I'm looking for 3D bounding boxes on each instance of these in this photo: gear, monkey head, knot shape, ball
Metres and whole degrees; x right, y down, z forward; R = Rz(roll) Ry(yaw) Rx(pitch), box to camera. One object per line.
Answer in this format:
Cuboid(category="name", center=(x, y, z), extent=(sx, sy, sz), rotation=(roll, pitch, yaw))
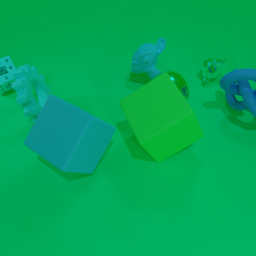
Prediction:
Cuboid(category="gear", center=(-2.604, -0.939, 7.839), extent=(0.301, 1.626, 1.626), rotation=(-17, 42, 10))
Cuboid(category="monkey head", center=(0.697, -2.145, 9.229), extent=(1.171, 1.627, 0.981), rotation=(42, 39, -9))
Cuboid(category="monkey head", center=(2.934, -2.004, 9.466), extent=(0.820, 0.687, 1.140), rotation=(10, 40, 47))
Cuboid(category="knot shape", center=(3.201, -1.038, 7.629), extent=(0.852, 1.726, 1.845), rotation=(-45, 49, 4))
Cuboid(category="ball", center=(1.202, -1.069, 8.275), extent=(1.238, 1.238, 1.238), rotation=(0, 43, 0))

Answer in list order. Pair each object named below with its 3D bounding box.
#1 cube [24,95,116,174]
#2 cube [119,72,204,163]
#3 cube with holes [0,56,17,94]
Cuboid(category="cube", center=(-1.271, 0.180, 6.358), extent=(1.248, 1.248, 1.248), rotation=(28, 90, 24))
Cuboid(category="cube", center=(0.825, -0.217, 6.832), extent=(1.351, 1.351, 1.351), rotation=(-32, 56, 8))
Cuboid(category="cube with holes", center=(-3.947, -1.682, 8.974), extent=(0.768, 0.768, 0.768), rotation=(-29, 86, -18))
